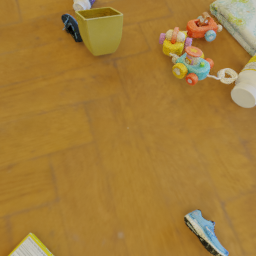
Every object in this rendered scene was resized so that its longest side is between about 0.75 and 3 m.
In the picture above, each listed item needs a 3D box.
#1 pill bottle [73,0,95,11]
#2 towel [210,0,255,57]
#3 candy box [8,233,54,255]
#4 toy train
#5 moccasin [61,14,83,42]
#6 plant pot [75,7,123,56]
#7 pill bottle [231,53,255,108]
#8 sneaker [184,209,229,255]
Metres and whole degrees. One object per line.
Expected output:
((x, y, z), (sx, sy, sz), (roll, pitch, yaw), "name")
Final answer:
((-1.491, -4.575, 9.847), (0.629, 0.629, 1.118), (20, 66, 9), "pill bottle")
((4.507, -3.726, 9.427), (2.360, 0.664, 2.758), (-26, 67, -13), "towel")
((-1.751, 3.674, 6.055), (2.548, 0.336, 1.302), (39, 68, 16), "candy box")
((2.140, -2.563, 8.402), (2.184, 0.809, 2.908), (-8, 54, -3), "toy train")
((-1.896, -3.354, 9.322), (0.426, 0.502, 1.248), (-32, 67, -26), "moccasin")
((-0.857, -2.932, 8.633), (1.166, 1.201, 1.174), (-15, 37, -18), "plant pot")
((3.793, -1.463, 8.154), (1.016, 1.016, 1.826), (37, 70, 16), "pill bottle")
((1.920, 2.448, 6.576), (0.562, 0.490, 1.249), (-33, 69, -18), "sneaker")
